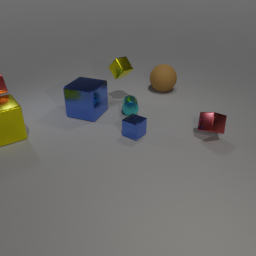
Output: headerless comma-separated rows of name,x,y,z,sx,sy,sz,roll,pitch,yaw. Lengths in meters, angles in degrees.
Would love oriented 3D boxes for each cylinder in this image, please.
cylinder,0.102,-1.000,12.414,0.700,0.700,0.700,-1,30,-2

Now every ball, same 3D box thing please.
ball,1.818,-2.579,14.449,1.400,1.400,1.400,0,30,0

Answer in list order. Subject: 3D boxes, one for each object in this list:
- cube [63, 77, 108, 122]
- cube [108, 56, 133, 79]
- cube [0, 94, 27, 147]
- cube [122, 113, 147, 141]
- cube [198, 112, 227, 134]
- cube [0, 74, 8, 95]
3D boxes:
cube,-1.796,-1.284,12.205,1.400,1.400,1.400,11,32,18
cube,-0.329,-2.755,12.836,0.700,0.700,0.700,-25,83,-42
cube,-4.773,-0.277,10.475,1.400,1.400,1.400,-19,35,-29
cube,0.243,-0.048,10.772,0.700,0.700,0.700,20,35,31
cube,3.110,-0.189,10.365,0.700,0.700,0.700,10,-2,-32
cube,-5.123,-1.662,10.743,0.700,0.700,0.700,-24,30,-24
